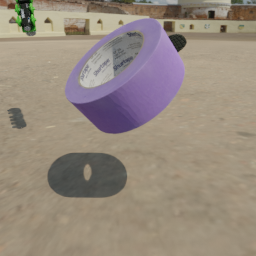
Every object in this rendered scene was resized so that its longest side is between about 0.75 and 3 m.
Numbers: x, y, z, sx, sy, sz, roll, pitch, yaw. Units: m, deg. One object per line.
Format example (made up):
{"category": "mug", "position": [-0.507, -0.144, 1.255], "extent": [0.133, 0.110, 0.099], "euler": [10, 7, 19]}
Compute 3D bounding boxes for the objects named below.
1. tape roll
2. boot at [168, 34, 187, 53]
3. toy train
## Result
{"category": "tape roll", "position": [-0.074, -0.813, 4.340], "extent": [1.750, 0.743, 1.750], "euler": [-26, 39, 23]}
{"category": "boot", "position": [1.169, -3.089, 10.582], "extent": [2.071, 0.701, 1.353], "euler": [-23, 28, 23]}
{"category": "toy train", "position": [-2.490, -3.169, 6.737], "extent": [0.455, 2.180, 0.615], "euler": [-10, -17, -8]}
